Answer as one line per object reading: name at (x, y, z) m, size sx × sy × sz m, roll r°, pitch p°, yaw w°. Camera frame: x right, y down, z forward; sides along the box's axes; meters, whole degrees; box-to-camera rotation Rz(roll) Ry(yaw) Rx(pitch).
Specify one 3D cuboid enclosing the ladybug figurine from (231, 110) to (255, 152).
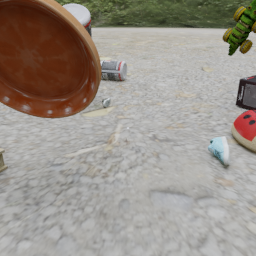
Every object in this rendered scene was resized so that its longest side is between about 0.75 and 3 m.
ladybug figurine at (3.550, 0.045, 7.498) m, size 1.351 × 0.716 × 1.991 m, roll -4°, pitch 24°, yaw -8°

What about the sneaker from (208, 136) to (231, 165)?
sneaker at (2.198, 0.577, 6.788) m, size 0.478 × 0.431 × 1.166 m, roll -10°, pitch 17°, yaw 16°

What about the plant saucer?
plant saucer at (-1.689, -1.173, 4.868) m, size 2.526 × 2.526 × 0.408 m, roll 4°, pitch 47°, yaw 9°

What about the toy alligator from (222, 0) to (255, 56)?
toy alligator at (2.886, -2.618, 6.680) m, size 0.521 × 2.168 × 0.719 m, roll -25°, pitch 59°, yaw -37°

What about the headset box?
headset box at (5.564, -1.085, 9.619) m, size 2.075 × 1.077 × 2.788 m, roll -17°, pitch 27°, yaw -33°

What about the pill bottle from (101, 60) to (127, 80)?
pill bottle at (-0.903, -2.858, 13.806) m, size 1.585 × 0.918 × 0.918 m, roll 7°, pitch 25°, yaw 15°

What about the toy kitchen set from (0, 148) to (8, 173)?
toy kitchen set at (-3.531, 0.522, 6.053) m, size 1.249 × 1.019 × 1.127 m, roll 12°, pitch 27°, yaw 25°

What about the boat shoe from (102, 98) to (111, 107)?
boat shoe at (-0.840, -0.941, 10.330) m, size 0.240 × 0.267 × 0.754 m, roll 4°, pitch 17°, yaw 9°

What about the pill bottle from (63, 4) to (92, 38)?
pill bottle at (-1.877, -3.241, 10.055) m, size 1.174 × 2.026 × 1.174 m, roll 2°, pitch 60°, yaw -3°
